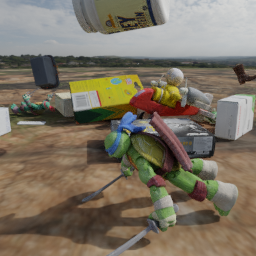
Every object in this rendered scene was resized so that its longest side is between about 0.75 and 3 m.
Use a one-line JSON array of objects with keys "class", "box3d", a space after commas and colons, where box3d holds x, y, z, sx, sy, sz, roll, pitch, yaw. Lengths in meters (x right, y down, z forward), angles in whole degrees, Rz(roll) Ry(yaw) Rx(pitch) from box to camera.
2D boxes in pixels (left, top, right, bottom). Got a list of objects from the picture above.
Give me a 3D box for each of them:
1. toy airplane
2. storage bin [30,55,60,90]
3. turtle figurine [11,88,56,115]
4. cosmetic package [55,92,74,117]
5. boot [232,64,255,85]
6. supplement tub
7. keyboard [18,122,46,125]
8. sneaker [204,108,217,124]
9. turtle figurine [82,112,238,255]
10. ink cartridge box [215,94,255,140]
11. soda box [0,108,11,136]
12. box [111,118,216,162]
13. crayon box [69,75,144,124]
[{"class": "toy airplane", "box3d": [1.806, -1.114, 9.986, 2.824, 1.993, 2.811, 8, 16, 28]}, {"class": "storage bin", "box3d": [-2.001, -1.355, 6.746, 0.602, 0.827, 0.556, -10, 8, 4]}, {"class": "turtle figurine", "box3d": [-3.834, -0.996, 11.594, 1.869, 0.941, 1.399, -11, -8, 25]}, {"class": "cosmetic package", "box3d": [-2.495, -1.063, 12.209, 1.047, 0.740, 2.023, -7, 16, -24]}, {"class": "boot", "box3d": [4.463, -2.148, 10.650, 0.759, 0.815, 0.262, -23, 8, 17]}, {"class": "supplement tub", "box3d": [-0.143, -3.212, 6.970, 2.141, 1.552, 1.552, -4, 13, 19]}, {"class": "keyboard", "box3d": [-3.522, -0.180, 10.244, 0.990, 0.053, 0.279, 0, 15, 2]}, {"class": "sneaker", "box3d": [3.161, -0.451, 10.331, 0.455, 0.525, 1.184, -5, 16, -18]}, {"class": "turtle figurine", "box3d": [0.449, 0.988, 4.522, 2.133, 2.200, 1.583, 16, -13, -17]}, {"class": "ink cartridge box", "box3d": [3.397, -0.388, 8.845, 0.680, 1.178, 1.613, 12, 19, 39]}, {"class": "soda box", "box3d": [-4.511, 0.038, 7.986, 0.869, 0.812, 2.552, 3, 16, 13]}, {"class": "box", "box3d": [0.817, 0.247, 7.615, 2.450, 0.592, 1.940, -2, 16, -7]}, {"class": "crayon box", "box3d": [-0.762, -1.165, 10.761, 2.788, 0.708, 1.770, -9, 46, -10]}]
